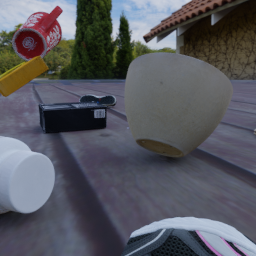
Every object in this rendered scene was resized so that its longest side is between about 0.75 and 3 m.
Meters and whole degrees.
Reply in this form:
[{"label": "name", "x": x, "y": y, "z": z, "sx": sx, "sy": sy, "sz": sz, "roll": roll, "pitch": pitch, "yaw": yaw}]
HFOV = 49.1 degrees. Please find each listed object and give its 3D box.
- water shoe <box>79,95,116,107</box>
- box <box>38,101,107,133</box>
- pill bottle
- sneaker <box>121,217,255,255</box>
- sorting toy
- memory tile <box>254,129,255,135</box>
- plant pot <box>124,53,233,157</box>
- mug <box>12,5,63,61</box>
[{"label": "water shoe", "x": -1.191, "y": -0.996, "z": 11.194, "sx": 1.469, "sy": 0.525, "sz": 0.580, "roll": 2, "pitch": -14, "yaw": 6}, {"label": "box", "x": -1.441, "y": -0.315, "z": 7.221, "sx": 1.545, "sy": 0.609, "sz": 1.090, "roll": -5, "pitch": 16, "yaw": -22}, {"label": "pill bottle", "x": -1.507, "y": 0.461, "z": 2.994, "sx": 1.414, "sy": 0.783, "sz": 0.783, "roll": 6, "pitch": 13, "yaw": 29}, {"label": "sneaker", "x": 0.602, "y": 0.902, "z": 1.370, "sx": 1.509, "sy": 0.606, "sz": 0.651, "roll": 2, "pitch": 13, "yaw": 17}, {"label": "sorting toy", "x": -2.316, "y": -0.049, "z": 3.152, "sx": 2.806, "sy": 0.376, "sz": 2.091, "roll": -40, "pitch": 26, "yaw": -19}, {"label": "memory tile", "x": 3.343, "y": 0.212, "z": 5.893, "sx": 1.067, "sy": 0.117, "sz": 1.392, "roll": 1, "pitch": 12, "yaw": 8}, {"label": "plant pot", "x": 0.693, "y": -0.213, "z": 4.643, "sx": 1.795, "sy": 1.205, "sz": 1.795, "roll": 16, "pitch": -16, "yaw": 5}, {"label": "mug", "x": -2.921, "y": -3.133, "z": 9.064, "sx": 1.284, "sy": 1.708, "sz": 1.925, "roll": 13, "pitch": 31, "yaw": -9}]
